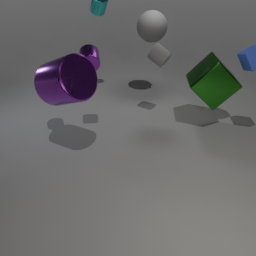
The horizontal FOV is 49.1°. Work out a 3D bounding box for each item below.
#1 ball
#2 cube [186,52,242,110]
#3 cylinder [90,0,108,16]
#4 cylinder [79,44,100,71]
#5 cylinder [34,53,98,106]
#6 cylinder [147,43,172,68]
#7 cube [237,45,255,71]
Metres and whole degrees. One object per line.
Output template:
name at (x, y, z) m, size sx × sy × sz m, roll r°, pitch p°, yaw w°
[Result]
ball at (1.104, -4.661, 12.868) m, size 1.400 × 1.400 × 1.400 m, roll 0°, pitch 30°, yaw 0°
cube at (3.316, -1.855, 11.003) m, size 1.400 × 1.400 × 1.400 m, roll 40°, pitch 25°, yaw -18°
cylinder at (-1.301, -5.518, 12.537) m, size 0.700 × 0.700 × 0.700 m, roll 10°, pitch 53°, yaw -14°
cylinder at (-1.319, -2.374, 9.565) m, size 0.700 × 0.700 × 0.700 m, roll -4°, pitch 47°, yaw -7°
cylinder at (-1.889, -1.433, 8.529) m, size 1.400 × 1.400 × 1.400 m, roll -2°, pitch 21°, yaw 43°
cylinder at (1.244, -2.867, 11.079) m, size 0.700 × 0.700 × 0.700 m, roll 40°, pitch 39°, yaw 4°
cube at (4.551, -2.556, 10.204) m, size 0.700 × 0.700 × 0.700 m, roll -29°, pitch 16°, yaw 3°
